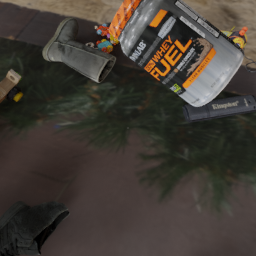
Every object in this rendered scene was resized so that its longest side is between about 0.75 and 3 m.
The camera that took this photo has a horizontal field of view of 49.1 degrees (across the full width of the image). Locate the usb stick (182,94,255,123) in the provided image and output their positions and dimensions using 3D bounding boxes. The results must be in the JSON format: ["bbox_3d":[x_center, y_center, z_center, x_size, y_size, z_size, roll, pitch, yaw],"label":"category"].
[{"bbox_3d":[2.789,-0.600,8.453,2.300,0.375,0.638,-9,56,-6],"label":"usb stick"}]

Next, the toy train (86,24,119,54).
[{"bbox_3d":[-0.876,-3.182,10.223,1.128,0.418,1.501,16,54,12],"label":"toy train"}]

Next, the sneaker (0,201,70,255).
[{"bbox_3d":[-2.432,2.494,6.137,1.217,0.701,2.333,23,55,20],"label":"sneaker"}]

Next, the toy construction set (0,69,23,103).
[{"bbox_3d":[-4.164,-1.447,7.791,2.299,2.757,2.118,32,56,11],"label":"toy construction set"}]

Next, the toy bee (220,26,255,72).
[{"bbox_3d":[3.528,-2.999,9.575,2.318,1.260,1.517,12,55,8],"label":"toy bee"}]

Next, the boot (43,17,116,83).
[{"bbox_3d":[-1.487,-2.742,9.638,2.331,0.846,2.119,19,72,20],"label":"boot"}]

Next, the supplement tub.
[{"bbox_3d":[1.019,-1.850,6.240,2.681,1.642,1.642,36,60,-5],"label":"supplement tub"}]
